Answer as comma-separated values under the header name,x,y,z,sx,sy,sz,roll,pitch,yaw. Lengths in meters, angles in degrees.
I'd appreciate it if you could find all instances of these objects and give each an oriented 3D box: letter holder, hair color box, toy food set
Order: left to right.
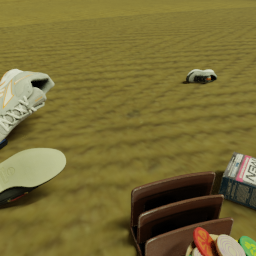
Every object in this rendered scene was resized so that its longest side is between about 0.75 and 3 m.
name,x,y,z,sx,sy,sz,roll,pitch,yaw
letter holder,0.820,1.327,4.299,1.433,1.018,0.721,-9,33,-15
toy food set,1.299,1.892,3.388,1.455,0.354,1.440,13,35,-26
hair color box,2.692,1.111,5.101,1.797,0.544,0.899,17,36,25

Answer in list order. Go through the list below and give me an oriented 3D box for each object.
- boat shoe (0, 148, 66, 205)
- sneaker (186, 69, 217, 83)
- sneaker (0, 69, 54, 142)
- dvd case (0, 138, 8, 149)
name,x,y,z,sx,sy,sz,roll,pitch,yaw
boat shoe,-1.962,0.883,4.988,1.835,0.575,0.671,-23,70,-7
sneaker,2.625,-1.820,9.960,1.194,0.441,0.473,-9,37,-15
sneaker,-2.616,-0.531,6.463,1.221,1.005,2.655,-1,46,17
dvd case,-3.775,0.476,6.093,1.308,0.161,1.833,29,37,6
